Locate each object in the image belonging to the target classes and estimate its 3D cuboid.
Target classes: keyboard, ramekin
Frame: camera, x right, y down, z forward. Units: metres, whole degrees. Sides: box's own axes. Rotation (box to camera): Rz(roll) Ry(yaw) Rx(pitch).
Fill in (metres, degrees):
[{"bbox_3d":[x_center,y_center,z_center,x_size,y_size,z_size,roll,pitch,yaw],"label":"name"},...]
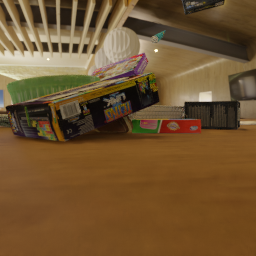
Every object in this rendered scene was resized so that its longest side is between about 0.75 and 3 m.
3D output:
[{"bbox_3d":[0.559,-0.325,8.324,2.809,0.791,0.150,-2,37,-33],"label":"keyboard"},{"bbox_3d":[-2.022,-0.691,8.052,2.583,1.262,2.583,-6,3,0],"label":"ramekin"}]

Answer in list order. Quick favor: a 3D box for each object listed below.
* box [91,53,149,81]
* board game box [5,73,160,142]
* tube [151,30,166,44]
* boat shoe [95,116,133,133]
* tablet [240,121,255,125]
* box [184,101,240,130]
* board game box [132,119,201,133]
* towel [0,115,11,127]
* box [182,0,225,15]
[{"bbox_3d":[-0.539,-2.227,11.668,2.550,0.499,1.745,-12,32,28],"label":"box"},{"bbox_3d":[-0.862,-0.459,5.505,2.335,0.662,1.930,-24,17,-40],"label":"board game box"},{"bbox_3d":[0.952,-2.820,8.705,0.354,0.230,0.913,-47,2,34],"label":"tube"},{"bbox_3d":[-0.499,-0.101,6.600,0.623,0.622,1.685,-36,23,-19],"label":"boat shoe"},{"bbox_3d":[4.865,-0.242,13.236,2.226,0.152,1.448,2,3,41],"label":"tablet"},{"bbox_3d":[2.645,-0.408,8.760,1.575,0.843,1.169,2,4,25],"label":"box"},{"bbox_3d":[0.890,-0.060,6.893,1.566,0.316,1.198,0,2,2],"label":"board game box"},{"bbox_3d":[-4.318,-0.230,9.668,1.055,0.451,0.873,1,3,-23],"label":"towel"},{"bbox_3d":[2.081,-3.801,7.930,1.116,0.880,0.285,-10,-9,11],"label":"box"}]
